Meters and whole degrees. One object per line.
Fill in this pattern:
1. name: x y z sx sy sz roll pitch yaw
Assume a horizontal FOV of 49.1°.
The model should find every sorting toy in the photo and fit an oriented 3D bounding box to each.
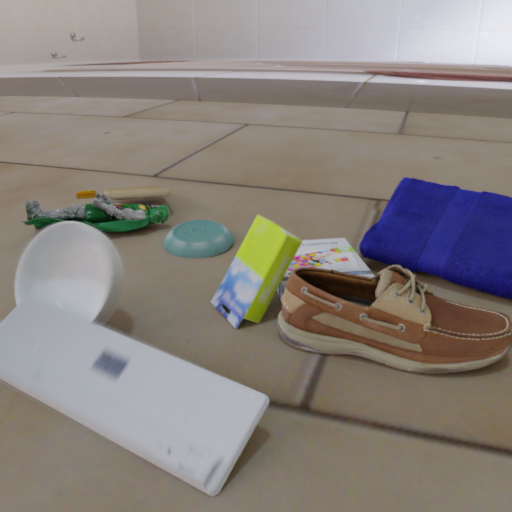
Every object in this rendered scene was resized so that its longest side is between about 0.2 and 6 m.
1. sorting toy: -3.250 -1.483 13.646 2.162 0.289 1.611 -6 12 -17

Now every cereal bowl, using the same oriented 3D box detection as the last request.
1. cereal bowl: -2.801 0.419 8.741 1.831 1.831 0.763 12 -5 24

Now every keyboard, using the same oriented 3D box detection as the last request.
1. keyboard: -1.985 1.571 7.276 4.434 0.236 1.248 16 50 29

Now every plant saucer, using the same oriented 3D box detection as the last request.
1. plant saucer: -1.231 -0.422 11.881 1.511 0.272 1.511 -2 29 1

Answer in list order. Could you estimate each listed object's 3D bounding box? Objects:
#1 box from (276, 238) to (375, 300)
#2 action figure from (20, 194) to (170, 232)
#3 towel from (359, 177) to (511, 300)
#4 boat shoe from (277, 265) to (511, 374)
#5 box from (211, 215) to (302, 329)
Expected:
1. box: 1.143 0.320 10.221 1.690 0.446 2.168 -4 24 -8
2. action figure: -3.456 -0.942 12.472 3.022 0.826 1.785 0 10 -10
3. towel: 3.993 -0.319 10.815 3.389 0.840 2.502 17 50 29
4. boat shoe: 1.993 0.827 8.171 3.412 1.225 1.292 4 25 9
5. box: -0.021 0.283 9.235 0.409 1.715 1.046 23 9 -36
